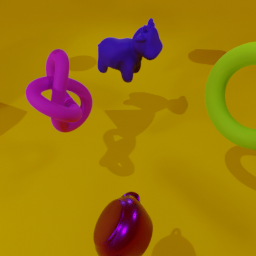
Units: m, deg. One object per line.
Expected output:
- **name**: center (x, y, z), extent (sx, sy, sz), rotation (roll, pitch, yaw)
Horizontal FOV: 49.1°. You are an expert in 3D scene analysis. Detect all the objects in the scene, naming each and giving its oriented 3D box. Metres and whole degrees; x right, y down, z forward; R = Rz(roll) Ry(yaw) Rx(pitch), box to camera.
- **knot shape**: center (-1.129, -0.519, 5.034), extent (0.698, 1.414, 1.511), rotation (-15, 51, 11)
- **cow figurine**: center (-0.012, -1.810, 6.372), extent (1.550, 1.525, 0.851), rotation (22, 51, 14)
- **ring**: center (1.902, -0.451, 4.221), extent (0.326, 1.631, 1.631), rotation (-18, 45, -41)
- **teapot**: center (-0.022, 1.246, 3.260), extent (0.596, 0.757, 1.218), rotation (35, 38, -19)
